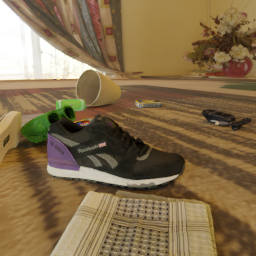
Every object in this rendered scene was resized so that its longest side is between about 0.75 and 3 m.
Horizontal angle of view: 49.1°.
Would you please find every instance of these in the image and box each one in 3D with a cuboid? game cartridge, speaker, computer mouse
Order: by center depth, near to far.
[{"bbox_3d":[-3.706,-0.153,10.145,2.484,0.477,1.610,-9,20,-34],"label":"game cartridge"},{"bbox_3d":[3.525,-0.243,10.638,1.932,0.445,1.357,18,26,40],"label":"computer mouse"},{"bbox_3d":[-2.844,-1.120,13.921,1.373,0.607,0.607,-5,14,-20],"label":"speaker"}]

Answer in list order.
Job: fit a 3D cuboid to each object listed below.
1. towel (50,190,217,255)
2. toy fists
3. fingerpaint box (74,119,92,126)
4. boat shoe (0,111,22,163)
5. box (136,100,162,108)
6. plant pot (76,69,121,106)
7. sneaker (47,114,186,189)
[{"bbox_3d":[0.180,1.343,3.711,1.940,0.348,2.015,2,12,11],"label":"towel"},{"bbox_3d":[-2.449,-0.101,8.708,1.100,0.742,2.157,-21,9,15],"label":"toy fists"},{"bbox_3d":[-1.289,0.072,8.930,1.132,0.498,1.357,7,15,28],"label":"fingerpaint box"},{"bbox_3d":[-3.674,0.154,7.179,1.327,1.069,2.862,6,13,-8],"label":"boat shoe"},{"bbox_3d":[1.135,-1.348,15.572,1.289,0.318,1.029,-2,12,-8],"label":"box"},{"bbox_3d":[-1.471,-2.132,15.954,2.034,2.034,2.172,11,5,41],"label":"plant pot"},{"bbox_3d":[-0.316,0.391,5.720,2.958,1.295,1.120,2,13,10],"label":"sneaker"}]
